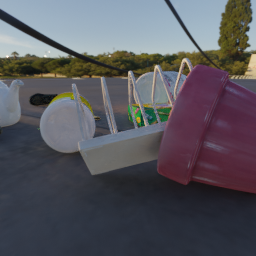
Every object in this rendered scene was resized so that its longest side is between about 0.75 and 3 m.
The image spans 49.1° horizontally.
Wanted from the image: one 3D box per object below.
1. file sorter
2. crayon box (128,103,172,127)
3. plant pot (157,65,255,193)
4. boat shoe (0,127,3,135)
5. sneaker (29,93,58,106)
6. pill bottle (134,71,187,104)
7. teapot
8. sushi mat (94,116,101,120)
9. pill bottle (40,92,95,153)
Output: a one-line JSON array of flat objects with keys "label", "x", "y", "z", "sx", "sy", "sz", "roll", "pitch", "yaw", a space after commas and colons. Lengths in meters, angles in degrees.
[{"label": "file sorter", "x": 0.164, "y": -0.173, "z": 4.609, "sx": 1.954, "sy": 1.217, "sz": 1.356, "roll": -13, "pitch": -24, "yaw": -5}, {"label": "crayon box", "x": 1.135, "y": -0.486, "z": 9.467, "sx": 2.013, "sy": 0.587, "sz": 1.196, "roll": -5, "pitch": 13, "yaw": -20}, {"label": "plant pot", "x": 1.567, "y": 0.152, "z": 4.271, "sx": 1.681, "sy": 1.878, "sz": 1.878, "roll": 21, "pitch": 19, "yaw": 18}, {"label": "boat shoe", "x": -4.067, "y": -0.025, "z": 7.573, "sx": 1.670, "sy": 0.590, "sz": 0.532, "roll": 16, "pitch": 19, "yaw": 29}, {"label": "sneaker", "x": -3.902, "y": -1.382, "z": 13.486, "sx": 0.927, "sy": 0.618, "sz": 1.618, "roll": 2, "pitch": 5, "yaw": 40}, {"label": "pill bottle", "x": 1.664, "y": -1.652, "z": 12.320, "sx": 1.634, "sy": 1.634, "sz": 2.882, "roll": 8, "pitch": 15, "yaw": 34}, {"label": "teapot", "x": -4.654, "y": -0.934, "z": 9.080, "sx": 2.248, "sy": 1.642, "sz": 2.219, "roll": -7, "pitch": 14, "yaw": -27}, {"label": "sushi mat", "x": -1.937, "y": -0.476, "z": 10.515, "sx": 1.006, "sy": 0.127, "sz": 2.102, "roll": -8, "pitch": 15, "yaw": -33}, {"label": "pill bottle", "x": -1.392, "y": -0.237, "z": 6.690, "sx": 1.144, "sy": 1.144, "sz": 2.095, "roll": -2, "pitch": 14, "yaw": -10}]
